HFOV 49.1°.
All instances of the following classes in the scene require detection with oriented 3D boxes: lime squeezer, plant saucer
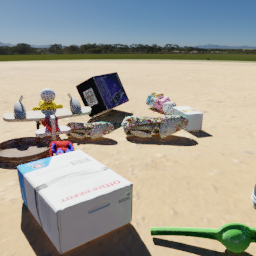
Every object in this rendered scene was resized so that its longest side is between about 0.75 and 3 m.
[{"bbox_3d":[1.642,1.795,3.889,2.743,0.517,0.969,18,55,42],"label":"lime squeezer"},{"bbox_3d":[-2.911,0.601,7.826,1.567,0.251,1.567,-1,17,0],"label":"plant saucer"}]

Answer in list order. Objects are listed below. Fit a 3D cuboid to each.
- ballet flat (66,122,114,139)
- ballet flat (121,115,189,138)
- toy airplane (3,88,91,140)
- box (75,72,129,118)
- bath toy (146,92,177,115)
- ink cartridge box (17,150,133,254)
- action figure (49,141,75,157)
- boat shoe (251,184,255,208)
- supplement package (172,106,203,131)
[{"bbox_3d":[-1.282,0.127,9.078,1.645,0.622,0.526,0,47,13],"label":"ballet flat"},{"bbox_3d":[0.879,0.022,9.180,2.216,0.838,0.708,-2,47,8],"label":"ballet flat"},{"bbox_3d":[-2.608,-0.532,9.217,2.150,1.523,2.159,7,16,23],"label":"toy airplane"},{"bbox_3d":[-1.029,-1.459,11.939,1.038,1.473,1.990,-22,6,32],"label":"box"},{"bbox_3d":[1.587,-1.102,12.598,0.707,0.831,1.912,16,12,-32],"label":"bath toy"},{"bbox_3d":[-1.002,1.167,5.062,1.370,0.791,1.889,-12,21,-35],"label":"ink cartridge box"},{"bbox_3d":[-1.642,0.683,7.135,0.695,0.549,2.125,0,12,-19],"label":"action figure"},{"bbox_3d":[3.183,0.988,5.869,0.797,0.657,2.321,12,21,34],"label":"boat shoe"},{"bbox_3d":[2.165,-0.365,10.271,0.656,0.632,1.154,-6,19,-17],"label":"supplement package"}]
